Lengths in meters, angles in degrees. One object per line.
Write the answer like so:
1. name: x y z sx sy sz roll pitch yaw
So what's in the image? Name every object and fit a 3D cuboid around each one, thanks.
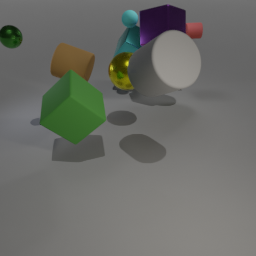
1. cube: 0.289 -4.095 14.129 1.400 1.400 1.400 24 59 -19
2. cube: 1.439 -4.112 11.521 1.400 1.400 1.400 6 13 39
3. cube: -1.694 -0.626 8.671 1.400 1.400 1.400 -37 39 22
4. ball: -0.041 -2.118 10.441 1.400 1.400 1.400 0 29 0
5. cylinder: -2.238 -2.580 11.445 1.400 1.400 1.400 20 30 0
6. ball: -3.658 -2.842 8.742 0.700 0.700 0.700 0 29 0
7. cylinder: 0.892 -1.583 7.192 1.400 1.400 1.400 -15 3 -25
8. ball: 0.075 -4.624 11.877 0.700 0.700 0.700 0 29 0
9. cylinder: 3.038 -4.513 13.004 0.700 0.700 0.700 -2 29 -1
